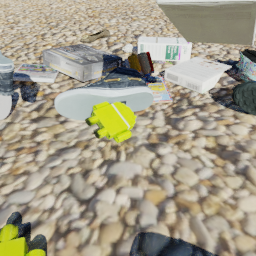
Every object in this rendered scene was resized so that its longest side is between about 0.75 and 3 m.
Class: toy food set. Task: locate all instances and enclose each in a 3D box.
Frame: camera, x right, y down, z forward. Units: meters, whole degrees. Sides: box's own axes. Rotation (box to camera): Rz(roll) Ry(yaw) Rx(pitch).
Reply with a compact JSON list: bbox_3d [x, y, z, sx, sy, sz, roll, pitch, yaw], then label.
[{"bbox_3d":[0.462,-2.354,10.791,0.964,0.908,2.019,-18,10,-2],"label":"toy food set"}]

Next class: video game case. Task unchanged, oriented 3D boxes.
[{"bbox_3d":[-3.514,-2.134,10.843,1.549,0.178,1.412,2,33,-3],"label":"video game case"}]

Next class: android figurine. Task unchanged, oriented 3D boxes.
[{"bbox_3d":[-0.387,-0.218,7.597,1.412,0.290,1.286,-26,69,-35],"label":"android figurine"},{"bbox_3d":[-2.121,2.354,4.112,1.793,0.404,1.970,-10,34,-14],"label":"android figurine"}]

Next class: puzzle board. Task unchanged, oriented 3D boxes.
[{"bbox_3d":[0.143,-1.371,9.797,2.512,0.219,1.893,-3,34,-4],"label":"puzzle board"}]

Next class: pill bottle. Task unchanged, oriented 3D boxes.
[{"bbox_3d":[-4.655,-0.814,8.040,2.298,1.249,1.249,6,35,9],"label":"pill bottle"}]

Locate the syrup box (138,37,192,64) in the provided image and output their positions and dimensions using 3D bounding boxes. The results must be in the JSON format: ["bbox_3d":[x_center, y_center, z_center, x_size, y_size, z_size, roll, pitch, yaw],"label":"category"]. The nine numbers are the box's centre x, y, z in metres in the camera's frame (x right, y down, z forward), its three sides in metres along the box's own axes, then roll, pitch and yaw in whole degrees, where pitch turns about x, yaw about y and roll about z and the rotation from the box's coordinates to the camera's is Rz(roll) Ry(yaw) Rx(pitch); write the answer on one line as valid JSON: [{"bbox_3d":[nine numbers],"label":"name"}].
[{"bbox_3d":[1.562,-3.352,12.109,2.252,0.887,0.917,4,34,5],"label":"syrup box"}]

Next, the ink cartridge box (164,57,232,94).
[{"bbox_3d":[2.673,-2.073,10.622,1.682,0.523,2.090,29,41,36],"label":"ink cartridge box"}]

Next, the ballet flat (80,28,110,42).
[{"bbox_3d":[-1.719,-4.902,14.805,1.935,0.449,0.652,-27,43,-34],"label":"ballet flat"}]

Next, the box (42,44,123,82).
[{"bbox_3d":[-1.811,-2.676,11.176,2.572,0.622,2.037,27,37,34],"label":"box"}]

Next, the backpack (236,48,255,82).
[{"bbox_3d":[4.765,-2.147,10.080,1.353,1.147,1.524,-3,29,-13],"label":"backpack"}]

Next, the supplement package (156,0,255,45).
[{"bbox_3d":[1.278,-1.979,3.936,1.177,1.173,2.006,8,5,22],"label":"supplement package"}]

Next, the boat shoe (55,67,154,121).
[{"bbox_3d":[-0.778,-1.090,8.503,2.955,1.046,1.342,-6,47,-20],"label":"boat shoe"}]

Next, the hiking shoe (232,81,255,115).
[{"bbox_3d":[4.342,-1.046,8.762,2.845,1.058,1.233,0,26,-18],"label":"hiking shoe"}]

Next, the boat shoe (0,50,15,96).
[{"bbox_3d":[-2.956,-1.267,6.144,0.568,0.728,1.604,-14,34,-37],"label":"boat shoe"}]

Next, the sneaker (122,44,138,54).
[{"bbox_3d":[0.131,-3.604,13.040,0.518,0.389,1.039,-31,38,-19],"label":"sneaker"}]
